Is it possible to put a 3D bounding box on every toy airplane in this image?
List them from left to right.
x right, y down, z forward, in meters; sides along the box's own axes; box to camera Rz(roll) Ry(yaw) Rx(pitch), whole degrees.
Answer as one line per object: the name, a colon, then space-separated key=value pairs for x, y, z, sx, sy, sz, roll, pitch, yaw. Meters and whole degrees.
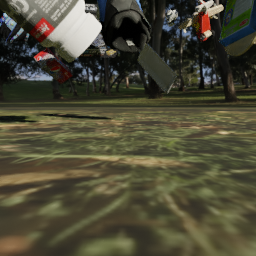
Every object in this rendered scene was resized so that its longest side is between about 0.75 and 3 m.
toy airplane: x=2.693 y=-4.113 z=10.435 sx=1.454 sy=1.448 sz=1.026 roll=12 pitch=30 yaw=-32

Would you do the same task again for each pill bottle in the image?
pill bottle: x=-1.522 y=-2.214 z=4.991 sx=2.028 sy=1.155 sz=1.155 roll=41 pitch=-16 yaw=-27

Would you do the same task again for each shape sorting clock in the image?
shape sorting clock: x=3.419 y=-3.458 z=8.121 sx=0.529 sy=2.695 sz=2.695 roll=10 pitch=4 yaw=-7

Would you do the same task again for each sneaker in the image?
sneaker: x=-0.148 y=-2.431 z=7.097 sx=1.142 sy=1.655 sz=2.975 roll=-13 pitch=-14 yaw=-4
sneaker: x=1.418 y=-3.811 z=9.394 sx=0.305 sy=0.497 sz=0.764 roll=-21 pitch=-12 yaw=2

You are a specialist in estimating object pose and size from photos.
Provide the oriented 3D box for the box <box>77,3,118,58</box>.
box: x=-0.994 y=-2.999 z=8.848 sx=1.776 sy=0.441 sz=1.763 roll=-9 pitch=-30 yaw=-27

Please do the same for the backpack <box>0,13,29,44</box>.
backpack: x=-3.440 y=-3.264 z=8.754 sx=1.086 sy=0.731 sz=0.992 roll=-42 pitch=0 yaw=30

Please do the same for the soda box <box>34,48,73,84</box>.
soda box: x=-2.620 y=-2.179 z=10.006 sx=0.597 sy=0.541 sz=1.705 roll=-35 pitch=-11 yaw=2

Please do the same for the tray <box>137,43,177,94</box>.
tray: x=1.147 y=-2.371 z=10.903 sx=0.219 sy=1.971 sz=1.058 roll=-27 pitch=-22 yaw=-30
